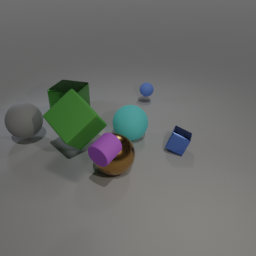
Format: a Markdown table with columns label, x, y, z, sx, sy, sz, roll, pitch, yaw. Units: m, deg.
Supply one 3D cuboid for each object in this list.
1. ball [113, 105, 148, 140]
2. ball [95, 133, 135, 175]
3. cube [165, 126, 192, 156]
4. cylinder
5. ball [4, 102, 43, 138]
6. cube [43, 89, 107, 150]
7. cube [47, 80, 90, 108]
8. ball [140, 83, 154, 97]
| label | x | y | z | sx | sy | sz | roll | pitch | yaw |
| --- | --- | --- | --- | --- | --- | --- | --- | --- | --- |
| ball | 0.094 | -0.210 | 11.043 | 1.400 | 1.400 | 1.400 | 0 | 30 | 0 |
| ball | -0.460 | 0.850 | 9.213 | 1.400 | 1.400 | 1.400 | 0 | 30 | 0 |
| cube | 1.880 | 0.455 | 10.358 | 0.700 | 0.700 | 0.700 | 27 | 29 | 5 |
| cylinder | -0.639 | 0.598 | 7.802 | 0.700 | 0.700 | 0.700 | 18 | 43 | 28 |
| ball | -4.013 | -0.295 | 10.826 | 1.400 | 1.400 | 1.400 | 0 | 30 | 0 |
| cube | -1.855 | -0.261 | 10.037 | 1.400 | 1.400 | 1.400 | -43 | 72 | -1 |
| cube | -2.679 | -1.297 | 12.944 | 1.400 | 1.400 | 1.400 | 9 | 31 | 14 |
| ball | 0.934 | -1.925 | 14.065 | 0.700 | 0.700 | 0.700 | 0 | 30 | 0 |
